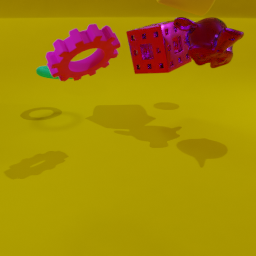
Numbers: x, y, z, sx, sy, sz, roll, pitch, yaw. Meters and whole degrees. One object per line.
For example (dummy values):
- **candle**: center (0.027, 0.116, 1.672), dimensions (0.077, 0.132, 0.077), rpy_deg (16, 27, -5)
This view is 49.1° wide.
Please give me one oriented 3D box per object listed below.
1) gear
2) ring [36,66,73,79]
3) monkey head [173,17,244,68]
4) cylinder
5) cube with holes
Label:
- **gear**: center (-0.782, -1.299, 4.995), dimensions (1.311, 0.243, 1.311), rpy_deg (-25, -12, -6)
- **ring**: center (-2.090, -1.650, 8.306), dimensions (1.218, 0.244, 1.218), rpy_deg (6, 18, -2)
- **monkey head**: center (1.940, -2.050, 6.245), dimensions (1.800, 1.085, 1.295), rpy_deg (7, -20, -15)
- **cylinder**: center (1.583, -3.809, 7.357), dimensions (1.329, 1.329, 1.329), rpy_deg (12, 22, -11)
- **cube with holes**: center (0.855, -2.186, 7.537), dimensions (1.149, 1.149, 1.149), rpy_deg (8, 30, 43)
